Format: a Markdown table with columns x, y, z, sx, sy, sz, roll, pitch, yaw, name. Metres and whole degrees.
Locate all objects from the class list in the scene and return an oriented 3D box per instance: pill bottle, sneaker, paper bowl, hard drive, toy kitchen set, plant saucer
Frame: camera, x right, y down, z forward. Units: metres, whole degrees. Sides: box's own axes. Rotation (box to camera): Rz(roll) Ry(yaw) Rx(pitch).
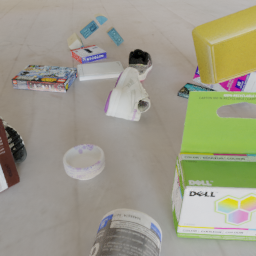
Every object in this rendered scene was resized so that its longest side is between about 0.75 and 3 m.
| x | y | z | sx | sy | sz | roll | pitch | yaw | name |
| --- | --- | --- | --- | --- | --- | --- | --- | --- | --- |
| -0.156 | 2.545 | 4.602 | 1.228 | 1.228 | 2.158 | 7 | 35 | 10 | pill bottle |
| 0.584 | -3.105 | 12.682 | 0.954 | 1.132 | 2.587 | 7 | 36 | 10 | sneaker |
| -1.144 | 0.943 | 7.425 | 1.079 | 0.561 | 1.079 | -2 | 35 | 2 | paper bowl |
| -1.235 | -2.621 | 12.752 | 2.025 | 0.270 | 1.336 | -7 | 36 | -10 | hard drive |
| -1.728 | -4.727 | 15.351 | 2.461 | 1.971 | 1.450 | -37 | 35 | 10 | toy kitchen set |
| 2.972 | -2.091 | 7.646 | 2.124 | 2.124 | 0.515 | -17 | 52 | 12 | plant saucer |
| 0.138 | -1.192 | 10.285 | 1.490 | 1.120 | 2.992 | 19 | 40 | 1 | sneaker |
| -3.601 | 0.260 | 8.278 | 0.695 | 0.946 | 2.092 | -42 | 74 | -15 | sneaker |

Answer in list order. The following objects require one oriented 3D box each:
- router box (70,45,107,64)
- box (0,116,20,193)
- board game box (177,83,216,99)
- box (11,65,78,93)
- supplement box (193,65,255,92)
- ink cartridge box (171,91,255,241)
| x | y | z | sx | sy | sz | roll | pitch | yaw | name |
| --- | --- | --- | --- | --- | --- | --- | --- | --- | --- |
| -2.012 | -3.782 | 14.321 | 1.432 | 0.350 | 1.285 | -22 | 41 | -28 | router box |
| -4.342 | 0.506 | 6.752 | 2.530 | 2.078 | 2.099 | 28 | 44 | 34 | box |
| 2.805 | -1.350 | 11.008 | 1.451 | 0.204 | 0.982 | 20 | 40 | 26 | board game box |
| -3.475 | -2.123 | 11.874 | 2.290 | 0.457 | 1.568 | 6 | 36 | 8 | box |
| 3.858 | -2.015 | 10.944 | 1.157 | 1.133 | 2.239 | -9 | 32 | -40 | supplement box |
| 2.104 | 0.837 | 5.504 | 2.190 | 2.964 | 1.123 | 1 | 35 | 2 | ink cartridge box |
